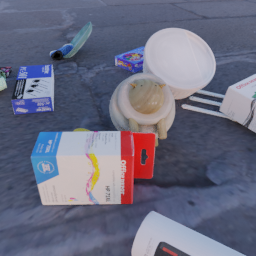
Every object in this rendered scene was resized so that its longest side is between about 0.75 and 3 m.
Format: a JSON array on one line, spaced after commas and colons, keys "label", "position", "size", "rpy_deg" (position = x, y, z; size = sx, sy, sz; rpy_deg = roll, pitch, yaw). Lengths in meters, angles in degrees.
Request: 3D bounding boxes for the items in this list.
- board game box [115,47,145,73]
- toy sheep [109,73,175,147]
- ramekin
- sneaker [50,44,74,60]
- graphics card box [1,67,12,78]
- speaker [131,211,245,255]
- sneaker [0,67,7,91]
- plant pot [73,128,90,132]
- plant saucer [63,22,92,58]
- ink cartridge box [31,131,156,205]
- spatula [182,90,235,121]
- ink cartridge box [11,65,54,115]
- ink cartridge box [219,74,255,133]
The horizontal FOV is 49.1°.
[{"label": "board game box", "position": [0.521, -3.343, 13.544], "size": [1.969, 0.441, 1.324], "rpy_deg": [-30, 45, -35]}, {"label": "toy sheep", "position": [0.397, -0.478, 7.960], "size": [2.043, 2.963, 2.043], "rpy_deg": [2, 77, -8]}, {"label": "ramekin", "position": [1.795, -2.310, 10.569], "size": [2.700, 1.258, 2.700], "rpy_deg": [4, 68, -10]}, {"label": "sneaker", "position": [-3.256, -3.769, 13.987], "size": [1.271, 0.488, 0.707], "rpy_deg": [-23, 36, -9]}, {"label": "graphics card box", "position": [-5.575, -2.498, 12.567], "size": [0.512, 0.207, 0.815], "rpy_deg": [-1, 36, -2]}, {"label": "speaker", "position": [1.295, 2.422, 4.988], "size": [2.418, 0.982, 0.982], "rpy_deg": [20, 40, 25]}, {"label": "sneaker", "position": [-5.515, -1.512, 10.385], "size": [1.657, 1.034, 2.810], "rpy_deg": [-7, 33, 0]}, {"label": "plant pot", "position": [-1.305, 0.551, 7.853], "size": [0.817, 0.817, 0.769], "rpy_deg": [9, 53, 13]}, {"label": "plant saucer", "position": [-2.473, -4.335, 14.019], "size": [0.305, 2.222, 2.222], "rpy_deg": [37, 25, -27]}, {"label": "ink cartridge box", "position": [-0.687, 0.944, 6.542], "size": [2.695, 1.566, 0.906], "rpy_deg": [-1, 35, -1]}, {"label": "spatula", "position": [3.458, -0.841, 10.201], "size": [2.761, 0.222, 1.920], "rpy_deg": [16, 40, 19]}, {"label": "ink cartridge box", "position": [-3.614, -1.587, 10.904], "size": [1.370, 0.644, 2.914], "rpy_deg": [-6, 36, -10]}, {"label": "ink cartridge box", "position": [4.478, -0.615, 8.927], "size": [1.759, 1.016, 2.409], "rpy_deg": [-25, 50, -33]}]
